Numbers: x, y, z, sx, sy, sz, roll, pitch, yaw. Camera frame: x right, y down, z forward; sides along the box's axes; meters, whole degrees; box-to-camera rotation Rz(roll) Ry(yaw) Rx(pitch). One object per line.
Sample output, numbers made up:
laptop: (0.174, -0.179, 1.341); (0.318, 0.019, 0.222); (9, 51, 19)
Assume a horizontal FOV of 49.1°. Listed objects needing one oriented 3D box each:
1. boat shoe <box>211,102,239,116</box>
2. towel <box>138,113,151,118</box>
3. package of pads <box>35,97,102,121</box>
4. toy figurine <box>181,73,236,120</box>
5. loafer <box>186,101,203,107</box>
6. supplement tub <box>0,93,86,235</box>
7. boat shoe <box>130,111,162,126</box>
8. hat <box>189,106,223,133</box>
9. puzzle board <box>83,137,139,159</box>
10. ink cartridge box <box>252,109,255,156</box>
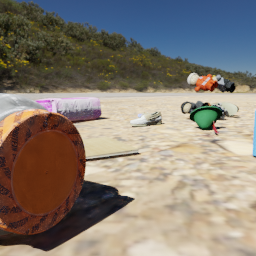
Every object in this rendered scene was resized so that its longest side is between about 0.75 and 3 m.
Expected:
boat shoe: (4.348, -0.904, 12.750); (0.525, 0.613, 1.676); (-14, 10, -29)
towel: (0.737, -0.541, 12.114); (0.622, 0.103, 0.860); (-1, 9, 1)
package of pads: (-2.241, -0.707, 10.557); (1.390, 0.873, 2.307); (1, 7, 38)
toy figurine: (3.033, -1.190, 10.753); (1.767, 1.795, 1.249); (-7, 25, -35)
loafer: (3.326, -0.955, 13.011); (0.618, 0.639, 1.819); (-6, 11, -36)
supplement tub: (-1.523, 0.283, 2.811); (2.077, 1.273, 1.273); (4, 10, 33)
boat shoe: (0.608, -0.315, 9.471); (1.299, 0.444, 0.486); (-8, 14, -37)
hat: (2.390, 0.019, 8.414); (1.001, 1.063, 1.208); (-20, -32, 31)
puzzle board: (-0.644, 0.412, 5.841); (1.148, 0.133, 1.524); (-6, 10, -28)
ink cartridge box: (3.861, 0.158, 4.695); (1.655, 0.953, 2.858); (-8, 12, -41)
